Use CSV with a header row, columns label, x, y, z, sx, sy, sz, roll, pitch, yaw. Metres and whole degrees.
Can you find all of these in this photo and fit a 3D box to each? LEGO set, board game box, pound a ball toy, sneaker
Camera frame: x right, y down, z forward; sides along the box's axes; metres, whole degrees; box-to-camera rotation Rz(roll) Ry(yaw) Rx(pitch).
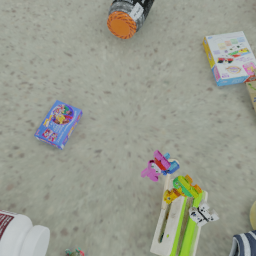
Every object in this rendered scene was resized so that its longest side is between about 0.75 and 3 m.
label,x,y,z,sx,sy,sz,roll,pitch,yaw
LEGO set,1.059,1.428,6.564,0.865,0.804,2.109,-41,99,15
board game box,-2.292,-0.124,9.341,0.979,0.326,1.456,22,67,10
board game box,3.833,-2.614,10.438,1.569,0.414,2.051,-8,66,-4
pound a ball toy,1.184,2.254,7.732,1.563,1.018,2.397,31,64,-25
sneaker,3.498,4.026,7.083,1.530,0.988,2.820,-5,65,0

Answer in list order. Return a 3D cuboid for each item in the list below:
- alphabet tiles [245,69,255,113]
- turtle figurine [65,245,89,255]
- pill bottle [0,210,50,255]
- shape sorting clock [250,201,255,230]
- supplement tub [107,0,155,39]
label,x,y,z,sx,sy,sz,roll,pitch,yaw
alphabet tiles,5.329,-0.953,9.616,2.178,0.083,2.617,-11,76,-6
turtle figurine,-1.489,3.541,7.627,0.644,0.433,0.860,31,75,13
pill bottle,-3.491,2.896,7.325,2.579,1.457,1.457,11,66,6
shape sorting clock,4.203,2.638,8.101,1.347,0.264,1.347,0,70,0
supplement tub,0.135,-4.686,10.842,1.425,1.425,2.325,19,66,8
